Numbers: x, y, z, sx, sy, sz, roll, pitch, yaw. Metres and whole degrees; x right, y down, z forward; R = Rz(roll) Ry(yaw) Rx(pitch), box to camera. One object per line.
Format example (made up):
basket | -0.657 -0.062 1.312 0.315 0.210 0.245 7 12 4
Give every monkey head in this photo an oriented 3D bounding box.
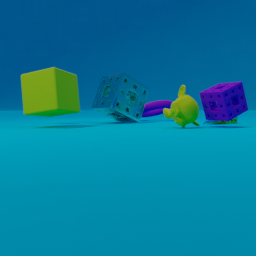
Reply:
monkey head | 1.339 -0.449 7.027 0.703 1.166 0.839 -33 20 -21

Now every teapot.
teapot | 2.625 -0.483 8.693 0.516 0.655 1.053 3 47 35

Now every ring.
ring | 1.083 -0.778 11.579 1.646 0.329 1.646 -11 -9 -2

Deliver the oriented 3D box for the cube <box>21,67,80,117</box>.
cube | -1.996 -0.883 7.304 1.044 1.044 1.044 -7 -3 22

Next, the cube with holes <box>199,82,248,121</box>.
cube with holes | 2.480 -0.691 7.270 0.767 0.767 0.767 -26 16 -25

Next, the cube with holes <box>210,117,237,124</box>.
cube with holes | 3.116 -0.505 9.271 0.706 0.706 0.706 -3 5 -40

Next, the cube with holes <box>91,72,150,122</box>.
cube with holes | -0.259 -1.001 9.605 1.238 1.238 1.238 25 -13 -36
